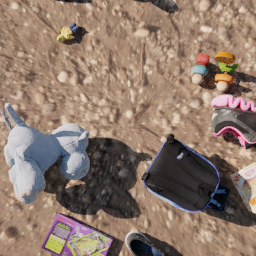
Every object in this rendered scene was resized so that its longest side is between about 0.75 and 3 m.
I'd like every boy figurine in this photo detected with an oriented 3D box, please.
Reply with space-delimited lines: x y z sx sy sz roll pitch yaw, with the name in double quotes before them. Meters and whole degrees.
"boy figurine" -1.951 -3.073 9.130 0.808 0.260 0.502 -44 84 -5

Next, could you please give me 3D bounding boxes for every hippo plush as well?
"hippo plush" -2.258 0.633 8.012 2.155 2.135 2.680 -11 91 -30

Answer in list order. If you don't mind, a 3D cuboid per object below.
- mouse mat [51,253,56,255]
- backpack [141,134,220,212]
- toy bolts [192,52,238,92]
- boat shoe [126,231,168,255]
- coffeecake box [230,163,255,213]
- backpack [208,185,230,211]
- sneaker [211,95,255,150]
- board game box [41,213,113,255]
"mouse mat" -1.640 3.744 8.189 1.210 0.046 0.973 -3 81 -1
"backpack" 1.519 1.379 7.867 1.824 1.340 1.669 31 82 13
"toy bolts" 2.592 -1.717 8.546 1.302 1.243 0.903 16 88 21
"boat shoe" 0.849 3.770 7.823 2.241 0.742 0.784 44 84 6
"coffeecake box" 3.748 1.741 8.284 0.905 0.431 1.179 -27 82 -6
"backpack" 2.459 1.974 8.203 0.804 0.541 0.734 18 82 2
"sneaker" 3.810 0.017 8.059 2.976 1.176 1.419 13 77 18
"board game box" -1.465 3.337 8.126 1.790 0.289 1.074 25 85 4
